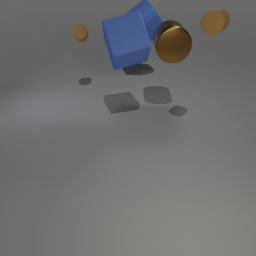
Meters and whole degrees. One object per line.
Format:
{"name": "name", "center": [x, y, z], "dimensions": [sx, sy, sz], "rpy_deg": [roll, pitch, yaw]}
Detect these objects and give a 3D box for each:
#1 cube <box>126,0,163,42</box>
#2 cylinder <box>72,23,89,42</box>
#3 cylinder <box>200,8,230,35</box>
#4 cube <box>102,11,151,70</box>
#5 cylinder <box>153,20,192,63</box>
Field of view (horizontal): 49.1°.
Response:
{"name": "cube", "center": [0.877, -5.439, 14.376], "dimensions": [1.400, 1.400, 1.400], "rpy_deg": [-36, 44, 12]}
{"name": "cylinder", "center": [-2.188, -4.362, 12.850], "dimensions": [0.700, 0.700, 0.700], "rpy_deg": [-2, 8, -3]}
{"name": "cylinder", "center": [2.679, -3.261, 8.594], "dimensions": [0.700, 0.700, 0.700], "rpy_deg": [20, 35, 28]}
{"name": "cube", "center": [-0.067, -3.174, 10.326], "dimensions": [1.400, 1.400, 1.400], "rpy_deg": [-17, -7, -4]}
{"name": "cylinder", "center": [1.750, -3.495, 11.300], "dimensions": [1.400, 1.400, 1.400], "rpy_deg": [0, 31, -1]}
